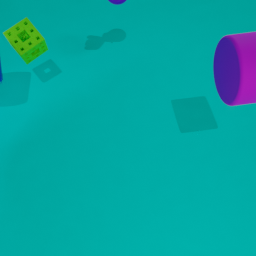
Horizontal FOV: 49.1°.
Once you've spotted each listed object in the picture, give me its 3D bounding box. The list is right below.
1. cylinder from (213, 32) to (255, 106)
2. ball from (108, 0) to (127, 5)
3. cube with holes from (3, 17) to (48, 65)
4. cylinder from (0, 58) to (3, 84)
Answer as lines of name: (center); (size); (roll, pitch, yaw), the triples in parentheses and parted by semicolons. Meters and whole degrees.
cylinder: (2.322, -1.073, 4.964); (1.230, 1.230, 1.230); (-8, 55, -3)
ball: (-0.338, -4.250, 8.665); (0.804, 0.804, 0.804); (0, 54, 0)
cube with holes: (-2.882, -2.457, 7.982); (0.783, 0.783, 0.783); (-39, 91, -10)
cylinder: (-3.970, -1.763, 7.223); (1.255, 1.255, 1.255); (-5, 95, -4)
